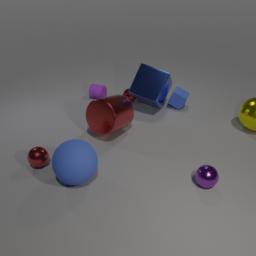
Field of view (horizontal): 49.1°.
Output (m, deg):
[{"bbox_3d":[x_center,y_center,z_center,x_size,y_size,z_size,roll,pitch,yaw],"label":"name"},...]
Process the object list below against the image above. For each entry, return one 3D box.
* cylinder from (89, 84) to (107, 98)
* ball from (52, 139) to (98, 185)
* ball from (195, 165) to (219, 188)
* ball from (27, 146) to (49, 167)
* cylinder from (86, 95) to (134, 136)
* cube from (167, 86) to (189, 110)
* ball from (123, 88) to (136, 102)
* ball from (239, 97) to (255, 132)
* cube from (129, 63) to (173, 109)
[{"bbox_3d":[-1.520,-1.850,14.199,0.700,0.700,0.700,12,32,20],"label":"cylinder"},{"bbox_3d":[-1.624,1.041,8.604,1.400,1.400,1.400,0,30,0],"label":"ball"},{"bbox_3d":[2.405,1.469,8.532,0.700,0.700,0.700,0,30,0],"label":"ball"},{"bbox_3d":[-3.011,0.965,9.390,0.700,0.700,0.700,0,30,0],"label":"ball"},{"bbox_3d":[-0.694,-0.536,10.971,1.400,1.400,1.400,18,21,27],"label":"cylinder"},{"bbox_3d":[2.385,-1.415,13.239,0.700,0.700,0.700,30,37,3],"label":"cube"},{"bbox_3d":[0.086,-1.604,13.795,0.700,0.700,0.700,0,30,0],"label":"ball"},{"bbox_3d":[5.205,-0.555,11.280,1.400,1.400,1.400,0,30,0],"label":"ball"},{"bbox_3d":[1.066,-1.875,12.758,1.400,1.400,1.400,24,-2,16],"label":"cube"}]
